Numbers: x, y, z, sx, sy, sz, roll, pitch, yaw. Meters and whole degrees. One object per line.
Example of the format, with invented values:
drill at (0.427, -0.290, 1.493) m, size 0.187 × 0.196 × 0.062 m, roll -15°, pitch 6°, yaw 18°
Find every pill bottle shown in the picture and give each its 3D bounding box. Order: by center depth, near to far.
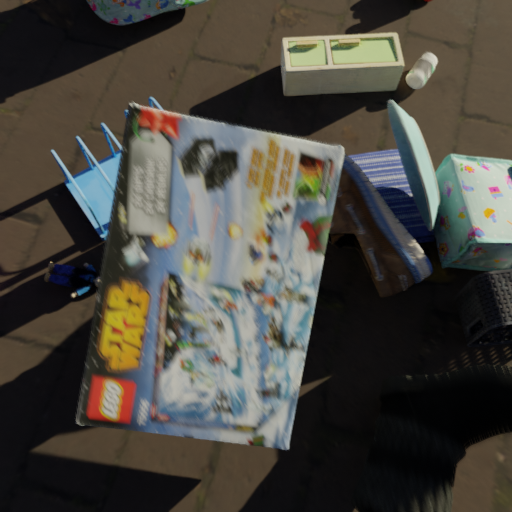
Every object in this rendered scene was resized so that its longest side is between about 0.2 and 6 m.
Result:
pill bottle at (3.669, -4.092, 12.372) m, size 0.430 × 0.430 × 0.760 m, roll 31°, pitch 70°, yaw 13°

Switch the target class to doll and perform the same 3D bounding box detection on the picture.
doll at (-3.336, 0.435, 10.434) m, size 1.099 × 0.266 × 0.750 m, roll 10°, pitch 58°, yaw -3°

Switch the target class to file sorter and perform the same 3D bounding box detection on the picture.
file sorter at (-2.509, -1.742, 10.797) m, size 2.280 × 1.399 × 1.582 m, roll -33°, pitch 69°, yaw -13°

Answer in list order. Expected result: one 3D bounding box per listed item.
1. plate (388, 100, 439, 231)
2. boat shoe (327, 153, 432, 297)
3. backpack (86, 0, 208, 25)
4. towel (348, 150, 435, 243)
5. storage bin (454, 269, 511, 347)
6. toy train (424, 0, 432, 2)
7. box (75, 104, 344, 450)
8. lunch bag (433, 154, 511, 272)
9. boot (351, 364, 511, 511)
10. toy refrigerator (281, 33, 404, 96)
plate at (2.848, -1.629, 9.945) m, size 0.310 × 2.428 × 2.428 m, roll -18°, pitch 66°, yaw 12°
boat shoe at (1.805, -0.680, 10.323) m, size 1.164 × 1.162 × 3.216 m, roll -34°, pitch 64°, yaw 1°
backpack at (-2.657, -6.770, 12.704) m, size 2.976 × 2.240 × 2.641 m, roll -26°, pitch 68°, yaw -5°
towel at (2.651, -1.169, 11.212) m, size 1.540 × 0.254 × 2.128 m, roll -7°, pitch 65°, yaw -1°
storage bin at (4.664, 0.855, 9.639) m, size 2.037 × 1.377 × 0.955 m, roll -5°, pitch 67°, yaw -2°
toy train at (3.994, -7.007, 13.583) m, size 1.016 × 0.743 × 1.755 m, roll 14°, pitch 66°, yaw 21°
box at (-0.681, 0.366, 8.286) m, size 3.110 × 0.906 × 4.543 m, roll 10°, pitch 93°, yaw -9°
lunch bag at (4.498, -0.758, 10.386) m, size 2.286 × 1.394 × 1.948 m, roll 3°, pitch 62°, yaw -13°
boot at (2.879, 2.865, 8.111) m, size 1.112 × 2.954 × 2.209 m, roll 44°, pitch 49°, yaw -25°
toy refrigerator at (1.826, -4.180, 12.165) m, size 2.509 × 0.878 × 0.952 m, roll -3°, pitch 66°, yaw -1°
